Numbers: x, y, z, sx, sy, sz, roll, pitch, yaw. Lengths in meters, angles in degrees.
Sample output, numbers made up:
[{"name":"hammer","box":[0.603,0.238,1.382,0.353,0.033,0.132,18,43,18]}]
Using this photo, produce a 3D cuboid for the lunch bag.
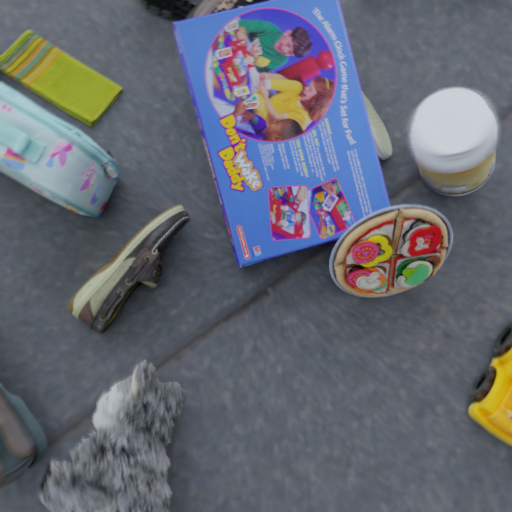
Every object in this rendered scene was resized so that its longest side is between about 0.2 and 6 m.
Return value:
[{"name":"lunch bag","box":[-3.659,-1.807,8.886,3.016,2.419,1.163,29,83,4]}]

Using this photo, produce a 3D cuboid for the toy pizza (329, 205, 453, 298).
[{"name":"toy pizza","box":[2.129,0.040,8.730,1.982,1.982,0.314,-10,45,-3]}]

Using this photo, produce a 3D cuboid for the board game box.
[{"name":"board game box","box":[0.450,-2.047,9.172,2.627,0.875,3.907,-15,94,-5]}]

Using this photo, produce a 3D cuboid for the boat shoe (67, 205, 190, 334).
[{"name":"boat shoe","box":[-1.931,0.226,9.236,0.811,0.916,2.501,44,85,3]}]

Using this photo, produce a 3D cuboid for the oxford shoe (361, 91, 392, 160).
[{"name":"oxford shoe","box":[1.663,-2.664,10.129,0.671,0.873,2.323,-36,83,26]}]

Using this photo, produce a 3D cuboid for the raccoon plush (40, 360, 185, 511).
[{"name":"raccoon plush","box":[-1.268,3.132,7.804,3.386,1.638,2.268,35,72,20]}]

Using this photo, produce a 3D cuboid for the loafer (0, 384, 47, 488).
[{"name":"loafer","box":[-4.440,1.985,8.235,3.208,1.009,1.153,48,118,2]}]

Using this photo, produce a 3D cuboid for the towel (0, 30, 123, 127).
[{"name":"towel","box":[-3.720,-3.370,10.545,2.307,0.208,0.993,32,77,8]}]

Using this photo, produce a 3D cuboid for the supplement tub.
[{"name":"supplement tub","box":[3.218,-1.813,9.110,1.273,1.763,1.273,-5,76,21]}]

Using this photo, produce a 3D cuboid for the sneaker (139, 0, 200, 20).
[{"name":"sneaker","box":[-1.343,-5.081,10.750,2.606,0.983,1.033,28,67,-2]}]

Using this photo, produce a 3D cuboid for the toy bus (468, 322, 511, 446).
[{"name":"toy bus","box":[4.303,1.821,8.197,1.353,1.915,1.994,33,78,7]}]

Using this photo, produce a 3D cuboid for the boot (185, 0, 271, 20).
[{"name":"boot","box":[0.252,-4.238,9.943,2.683,0.982,2.020,-45,107,-4]}]
